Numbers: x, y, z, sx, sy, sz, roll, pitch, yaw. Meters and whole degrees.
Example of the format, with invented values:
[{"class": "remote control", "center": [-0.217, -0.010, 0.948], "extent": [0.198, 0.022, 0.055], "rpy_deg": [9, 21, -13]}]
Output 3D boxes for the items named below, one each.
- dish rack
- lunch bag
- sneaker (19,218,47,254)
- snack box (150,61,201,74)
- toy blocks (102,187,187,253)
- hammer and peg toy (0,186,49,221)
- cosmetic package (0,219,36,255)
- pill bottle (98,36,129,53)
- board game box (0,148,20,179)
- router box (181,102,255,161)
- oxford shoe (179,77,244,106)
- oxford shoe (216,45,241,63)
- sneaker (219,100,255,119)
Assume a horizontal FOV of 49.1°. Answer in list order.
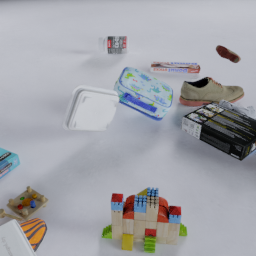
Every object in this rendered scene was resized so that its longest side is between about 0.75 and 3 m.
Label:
[{"class": "dish rack", "center": [-1.113, -0.528, 9.181], "extent": [1.860, 1.596, 0.405], "rpy_deg": [3, 27, -46]}, {"class": "lunch bag", "center": [0.579, -1.341, 10.895], "extent": [2.280, 0.940, 1.833], "rpy_deg": [24, 37, -7]}, {"class": "sneaker", "center": [-2.627, 2.318, 5.581], "extent": [0.840, 1.213, 2.165], "rpy_deg": [25, 40, 33]}, {"class": "snack box", "center": [2.537, -3.285, 15.175], "extent": [2.629, 0.320, 0.945], "rpy_deg": [3, 33, 4]}, {"class": "toy blocks", "center": [0.395, 1.887, 6.146], "extent": [1.949, 1.333, 0.974], "rpy_deg": [4, 33, 5]}, {"class": "hammer and peg toy", "center": [-2.588, 1.971, 6.918], "extent": [0.787, 0.377, 1.070], "rpy_deg": [21, 38, 27]}, {"class": "cosmetic package", "center": [-2.164, 2.970, 3.969], "extent": [2.201, 1.842, 1.831], "rpy_deg": [-24, 41, -32]}, {"class": "pill bottle", "center": [-0.889, -5.190, 17.484], "extent": [1.840, 1.048, 1.048], "rpy_deg": [0, 33, 1]}, {"class": "board game box", "center": [-4.356, 1.030, 8.355], "extent": [1.727, 0.405, 1.304], "rpy_deg": [16, 36, 23]}, {"class": "router box", "center": [3.374, 0.003, 9.748], "extent": [1.815, 0.621, 2.433], "rpy_deg": [-25, 40, -33]}, {"class": "oxford shoe", "center": [3.634, -1.606, 11.835], "extent": [2.907, 1.087, 1.024], "rpy_deg": [-7, 33, -11]}, {"class": "oxford shoe", "center": [3.651, -2.687, 10.202], "extent": [1.004, 0.354, 0.376], "rpy_deg": [44, 39, 19]}, {"class": "sneaker", "center": [4.283, -0.642, 10.842], "extent": [0.889, 0.581, 1.546], "rpy_deg": [-13, 40, -21]}]
